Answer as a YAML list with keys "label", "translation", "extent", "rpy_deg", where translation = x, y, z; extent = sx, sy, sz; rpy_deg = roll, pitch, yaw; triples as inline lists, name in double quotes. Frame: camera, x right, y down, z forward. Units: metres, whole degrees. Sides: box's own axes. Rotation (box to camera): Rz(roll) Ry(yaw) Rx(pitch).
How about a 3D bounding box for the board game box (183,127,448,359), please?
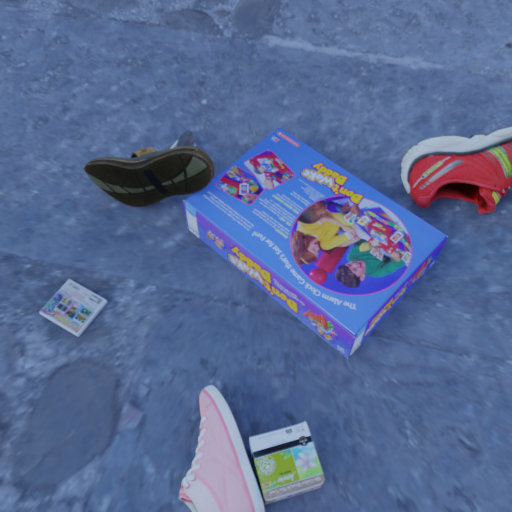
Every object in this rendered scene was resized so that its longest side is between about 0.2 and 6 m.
- label: "board game box"
  translation: [1.028, -0.448, 10.632]
  extent: [4.104, 0.919, 2.760]
  rpy_deg: [39, 64, 23]

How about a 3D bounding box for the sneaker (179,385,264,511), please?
- label: "sneaker"
  translation: [-0.738, 3.033, 8.395]
  extent: [1.099, 0.791, 2.102]
  rpy_deg: [-15, 62, -16]

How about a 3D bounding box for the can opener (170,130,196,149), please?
- label: "can opener"
  translation: [-1.900, -2.021, 11.894]
  extent: [0.457, 0.573, 1.714]
  rpy_deg: [27, 60, 17]

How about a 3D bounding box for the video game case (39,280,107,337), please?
- label: "video game case"
  translation: [-3.329, 0.937, 10.214]
  extent: [0.905, 0.107, 0.824]
  rpy_deg: [26, 61, 15]

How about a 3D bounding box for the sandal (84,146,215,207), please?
- label: "sandal"
  translation: [-2.027, -1.709, 10.891]
  extent: [3.021, 1.234, 0.824]
  rpy_deg: [-7, 43, 34]

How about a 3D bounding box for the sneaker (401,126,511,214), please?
- label: "sneaker"
  translation: [4.788, -1.623, 11.412]
  extent: [3.603, 1.387, 1.530]
  rpy_deg: [-8, 71, 1]

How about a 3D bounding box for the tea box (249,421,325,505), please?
- label: "tea box"
  translation: [0.443, 3.123, 8.441]
  extent: [0.924, 0.618, 0.909]
  rpy_deg: [-14, 60, -9]
